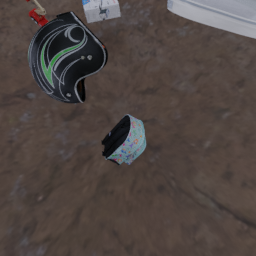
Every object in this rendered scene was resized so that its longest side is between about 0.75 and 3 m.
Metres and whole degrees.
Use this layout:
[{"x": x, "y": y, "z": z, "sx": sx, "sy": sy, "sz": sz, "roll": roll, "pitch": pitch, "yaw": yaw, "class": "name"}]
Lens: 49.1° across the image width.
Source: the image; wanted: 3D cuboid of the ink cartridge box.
[{"x": -0.788, "y": -3.521, "z": 8.248, "sx": 0.995, "sy": 0.427, "sz": 0.728, "roll": -15, "pitch": 49, "yaw": -4, "class": "ink cartridge box"}]

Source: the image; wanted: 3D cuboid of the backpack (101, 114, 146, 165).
[{"x": -0.036, "y": 0.241, "z": 5.963, "sx": 0.738, "sy": 0.981, "sz": 0.871, "roll": 23, "pitch": 33, "yaw": -22, "class": "backpack"}]

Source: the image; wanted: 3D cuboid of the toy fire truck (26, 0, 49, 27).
[{"x": -2.239, "y": -2.915, "z": 7.086, "sx": 0.994, "sy": 0.701, "sz": 0.242, "roll": 44, "pitch": 66, "yaw": -9, "class": "toy fire truck"}]

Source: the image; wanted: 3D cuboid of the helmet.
[{"x": -1.202, "y": -1.314, "z": 5.593, "sx": 1.506, "sy": 1.580, "sz": 1.580, "roll": -42, "pitch": 69, "yaw": 9, "class": "helmet"}]

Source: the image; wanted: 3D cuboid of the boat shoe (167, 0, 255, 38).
[{"x": 2.229, "y": -2.270, "z": 5.054, "sx": 2.942, "sy": 1.008, "sz": 1.059, "roll": 14, "pitch": 32, "yaw": -1, "class": "boat shoe"}]
